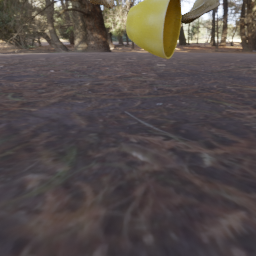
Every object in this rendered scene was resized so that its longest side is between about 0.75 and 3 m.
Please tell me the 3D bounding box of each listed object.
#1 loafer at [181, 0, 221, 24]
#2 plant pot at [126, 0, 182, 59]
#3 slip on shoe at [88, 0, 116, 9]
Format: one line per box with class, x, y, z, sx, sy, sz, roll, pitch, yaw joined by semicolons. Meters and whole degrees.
loafer;2.409;-4.093;9.581;1.736;0.585;0.660;-34;9;-26
plant pot;0.743;-3.176;8.669;1.353;1.906;1.906;13;22;21
slip on shoe;-0.400;-1.756;3.681;0.291;0.365;0.960;-24;39;0
